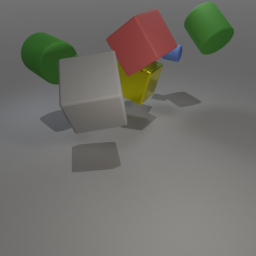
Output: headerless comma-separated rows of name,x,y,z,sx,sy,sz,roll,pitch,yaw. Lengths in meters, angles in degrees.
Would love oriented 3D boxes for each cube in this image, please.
cube,-0.858,-0.869,7.062,1.400,1.400,1.400,-9,61,1
cube,0.459,-2.747,9.035,1.400,1.400,1.400,-22,13,44
cube,0.369,-2.012,11.226,1.400,1.400,1.400,27,36,14

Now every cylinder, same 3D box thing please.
cylinder,-2.608,-2.328,9.329,1.400,1.400,1.400,-23,41,-36
cylinder,3.108,-3.824,10.830,1.400,1.400,1.400,-15,67,-26
cylinder,1.892,-3.245,11.993,0.700,0.700,0.700,16,32,19
